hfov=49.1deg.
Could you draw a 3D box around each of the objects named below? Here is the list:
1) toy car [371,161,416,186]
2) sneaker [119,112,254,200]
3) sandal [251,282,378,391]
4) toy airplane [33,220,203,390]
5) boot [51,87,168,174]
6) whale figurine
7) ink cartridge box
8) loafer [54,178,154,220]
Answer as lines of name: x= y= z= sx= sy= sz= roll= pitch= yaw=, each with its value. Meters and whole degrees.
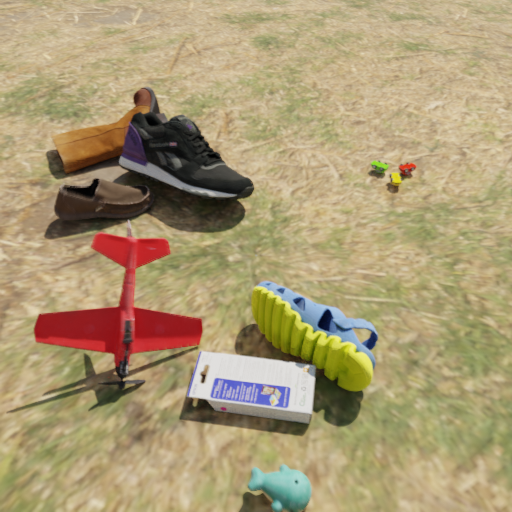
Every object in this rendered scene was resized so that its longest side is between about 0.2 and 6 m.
toy car: x=3.209 y=-2.030 z=13.438 sx=0.973 sy=0.231 sz=1.034 roll=25 pitch=46 yaw=26
sneaker: x=-1.567 y=-2.306 z=12.480 sx=3.464 sy=1.517 sz=1.312 roll=21 pitch=18 yaw=21
sandal: x=1.004 y=1.191 z=9.312 sx=2.506 sy=0.996 sz=1.091 roll=34 pitch=45 yaw=23
toy airplane: x=-2.013 y=0.748 z=8.889 sx=2.716 sy=2.716 sz=0.499 roll=-23 pitch=4 yaw=-24
boot: x=-3.832 y=-3.279 z=14.620 sx=2.882 sy=0.987 sz=2.713 roll=-19 pitch=52 yaw=-10
whale figurine: x=0.328 y=3.040 z=7.413 sx=0.842 sy=0.437 sz=0.670 roll=20 pitch=41 yaw=2
ink cartridge box: x=-0.047 y=2.026 z=8.736 sx=1.901 sy=0.353 sz=0.900 roll=8 pitch=43 yaw=5
loafer: x=-3.252 y=-1.265 z=12.070 sx=2.132 sy=0.757 sz=0.779 roll=-11 pitch=42 yaw=-23
